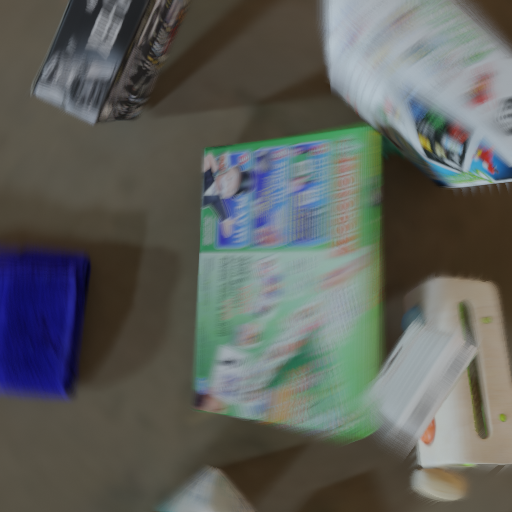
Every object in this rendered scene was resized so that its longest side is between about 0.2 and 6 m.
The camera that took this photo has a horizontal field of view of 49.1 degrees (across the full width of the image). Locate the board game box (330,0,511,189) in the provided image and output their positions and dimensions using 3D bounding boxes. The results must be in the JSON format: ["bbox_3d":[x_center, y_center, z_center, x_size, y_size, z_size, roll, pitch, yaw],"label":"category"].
[{"bbox_3d":[1.926,-1.840,6.564,2.416,3.827,0.662,43,99,1],"label":"board game box"}]

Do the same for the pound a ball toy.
[{"bbox_3d":[2.456,1.855,7.587,1.141,1.751,2.685,5,67,-9],"label":"pound a ball toy"}]

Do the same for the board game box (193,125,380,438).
[{"bbox_3d":[0.364,0.308,7.574,2.550,0.552,3.790,-1,85,31],"label":"board game box"}]

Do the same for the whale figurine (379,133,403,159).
[{"bbox_3d":[2.046,-1.694,8.599,0.515,0.267,0.409,24,86,5],"label":"whale figurine"}]

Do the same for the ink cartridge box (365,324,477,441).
[{"bbox_3d":[1.585,1.203,5.588,0.309,1.235,0.994,34,87,1],"label":"ink cartridge box"}]

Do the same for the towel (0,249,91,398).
[{"bbox_3d":[-4.002,0.911,8.197,2.913,0.722,2.151,5,85,0],"label":"towel"}]

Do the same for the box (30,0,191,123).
[{"bbox_3d":[-1.533,-2.875,6.942,0.744,2.991,2.359,26,102,-9],"label":"box"}]

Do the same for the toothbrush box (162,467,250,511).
[{"bbox_3d":[-1.136,4.090,7.582,2.109,1.544,0.900,-39,87,-2],"label":"toothbrush box"}]
